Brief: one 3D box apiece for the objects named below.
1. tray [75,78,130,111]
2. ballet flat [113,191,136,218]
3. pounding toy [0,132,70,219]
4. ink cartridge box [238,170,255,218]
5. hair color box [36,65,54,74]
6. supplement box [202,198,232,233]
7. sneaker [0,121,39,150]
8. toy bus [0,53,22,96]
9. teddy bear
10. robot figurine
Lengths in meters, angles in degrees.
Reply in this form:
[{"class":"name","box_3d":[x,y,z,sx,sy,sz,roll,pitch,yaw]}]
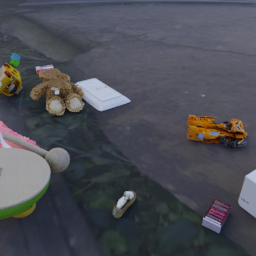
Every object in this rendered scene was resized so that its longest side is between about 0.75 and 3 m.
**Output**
[{"class":"tray","box_3d":[-1.345,-1.653,12.737,1.596,0.330,2.973,-20,37,-30]},{"class":"ballet flat","box_3d":[-0.079,1.838,7.101,0.333,0.355,0.981,19,36,27]},{"class":"pounding toy","box_3d":[-2.935,1.488,6.887,2.294,1.379,2.972,13,26,10]},{"class":"ink cartridge box","box_3d":[4.197,1.567,6.920,2.341,0.991,1.692,-21,37,-28]},{"class":"hair color box","box_3d":[-4.508,-3.176,15.217,0.893,0.285,0.495,-13,34,-22]},{"class":"supplement box","box_3d":[2.152,2.105,6.774,0.435,0.243,0.799,20,38,30]},{"class":"sneaker","box_3d":[-3.465,0.649,8.681,1.214,1.032,2.800,-8,34,-37]},{"class":"toy bus","box_3d":[-5.362,-2.034,12.607,2.043,1.119,2.165,-11,54,41]},{"class":"teddy bear","box_3d":[-2.951,-1.434,12.001,2.144,0.987,2.957,-31,50,-28]},{"class":"robot figurine","box_3d":[3.106,0.068,9.712,2.043,0.595,1.481,5,34,8]}]
